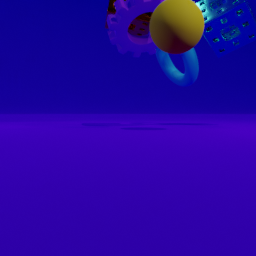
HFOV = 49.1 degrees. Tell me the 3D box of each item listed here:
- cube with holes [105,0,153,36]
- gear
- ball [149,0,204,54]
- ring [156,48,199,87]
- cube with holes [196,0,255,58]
[{"bbox_3d":[0.123,-3.664,8.291,1.324,1.324,1.324,12,-1,-7],"label":"cube with holes"},{"bbox_3d":[0.457,-2.849,7.723,2.038,0.377,2.038,-12,-30,-7],"label":"gear"},{"bbox_3d":[1.025,-2.151,5.929,1.140,1.140,1.140,0,3,0],"label":"ball"},{"bbox_3d":[1.561,-2.330,9.244,0.419,2.094,2.094,-30,11,-13],"label":"ring"},{"bbox_3d":[3.007,-3.285,8.498,1.331,1.331,1.331,-23,-46,32],"label":"cube with holes"}]
